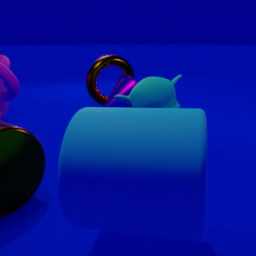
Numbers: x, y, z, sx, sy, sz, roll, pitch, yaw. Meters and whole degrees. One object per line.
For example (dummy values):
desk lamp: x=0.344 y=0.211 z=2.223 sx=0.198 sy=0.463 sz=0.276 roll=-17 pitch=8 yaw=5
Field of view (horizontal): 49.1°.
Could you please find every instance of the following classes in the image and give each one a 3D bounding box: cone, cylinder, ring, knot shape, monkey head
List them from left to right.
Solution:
cylinder: x=-2.080 y=0.481 z=4.065 sx=1.253 sy=1.253 sz=1.253 roll=14 pitch=23 yaw=36
knot shape: x=-3.752 y=-1.302 z=7.797 sx=0.926 sy=2.003 sz=1.874 roll=-4 pitch=48 yaw=-37
ring: x=-0.586 y=-1.615 z=9.665 sx=1.788 sy=1.788 sz=0.358 roll=-9 pitch=26 yaw=-25
cone: x=-0.362 y=-0.836 z=8.917 sx=1.295 sy=1.290 sz=1.290 roll=-34 pitch=32 yaw=-24
cylinder: x=0.130 y=0.443 z=3.003 sx=1.312 sy=1.312 sz=1.312 roll=2 pitch=18 yaw=12
monkey head: x=0.621 y=-0.703 z=7.382 sx=1.903 sy=1.147 sz=1.369 roll=-19 pitch=-6 yaw=-11
